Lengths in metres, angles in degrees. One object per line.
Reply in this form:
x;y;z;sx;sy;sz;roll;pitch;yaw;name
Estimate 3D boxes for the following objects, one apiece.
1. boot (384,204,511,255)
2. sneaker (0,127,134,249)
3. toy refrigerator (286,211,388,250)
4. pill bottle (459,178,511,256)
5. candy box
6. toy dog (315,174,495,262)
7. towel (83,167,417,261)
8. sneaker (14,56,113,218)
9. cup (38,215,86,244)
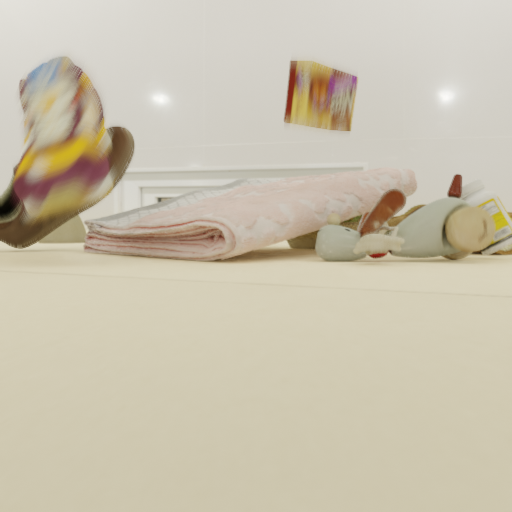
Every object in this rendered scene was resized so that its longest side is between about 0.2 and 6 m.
3.451;-0.426;9.412;2.104;0.794;2.402;-18;12;-35;boot
-3.219;-1.186;8.931;0.989;2.808;1.061;53;6;34;sneaker
1.313;-0.545;9.823;1.804;0.631;0.685;4;42;46;toy refrigerator
2.918;-0.506;7.148;0.511;0.918;0.511;-25;-9;-4;pill bottle
0.809;-1.917;6.828;0.336;0.695;1.191;14;13;35;candy box
1.787;-0.463;6.638;2.056;0.990;1.356;0;-9;-20;toy dog
-0.144;-0.752;8.691;3.983;0.642;3.804;-21;17;-41;towel
-2.342;-1.498;6.518;1.091;1.312;2.912;-17;30;-7;sneaker
-4.795;-0.737;13.931;1.179;0.843;1.179;0;3;0;cup
